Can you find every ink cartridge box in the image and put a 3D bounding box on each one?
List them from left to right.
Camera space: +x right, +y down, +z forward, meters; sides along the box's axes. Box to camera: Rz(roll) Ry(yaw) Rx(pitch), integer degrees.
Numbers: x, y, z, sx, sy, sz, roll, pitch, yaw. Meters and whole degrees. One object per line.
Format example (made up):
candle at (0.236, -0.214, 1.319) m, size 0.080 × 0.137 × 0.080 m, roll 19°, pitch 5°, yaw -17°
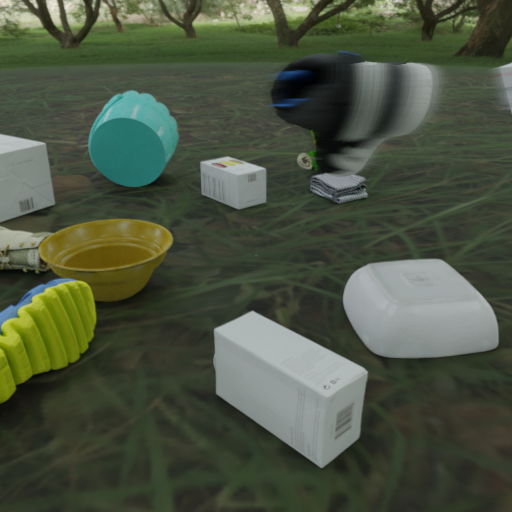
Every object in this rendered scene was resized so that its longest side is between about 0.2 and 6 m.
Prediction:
ink cartridge box at (4.245, -2.602, 8.743) m, size 0.369 × 0.886 × 0.644 m, roll -25°, pitch 17°, yaw -3°

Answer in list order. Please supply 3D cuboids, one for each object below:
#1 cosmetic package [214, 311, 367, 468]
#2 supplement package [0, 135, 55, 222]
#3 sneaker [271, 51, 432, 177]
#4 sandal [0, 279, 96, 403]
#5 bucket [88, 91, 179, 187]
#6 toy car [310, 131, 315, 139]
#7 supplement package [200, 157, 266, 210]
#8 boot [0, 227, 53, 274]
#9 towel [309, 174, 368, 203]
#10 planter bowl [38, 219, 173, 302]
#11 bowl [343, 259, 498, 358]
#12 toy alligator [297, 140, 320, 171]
cosmetic package at (0.319, 1.445, 6.388) m, size 0.710 × 0.988 × 1.750 m, roll -21°, pitch 33°, yaw -39°
supplement package at (-6.071, -1.880, 13.097) m, size 2.025 × 1.526 × 1.537 m, roll 15°, pitch 28°, yaw 31°
sneaker at (0.995, -2.107, 8.258) m, size 1.809 × 1.181 × 3.233 m, roll 9°, pitch -10°, yaw -12°
sandal at (-3.228, 1.111, 6.983) m, size 1.313 × 1.199 × 3.016 m, roll 7°, pitch 23°, yaw 24°
bucket at (-3.261, -3.031, 14.874) m, size 2.305 × 2.305 × 1.500 m, roll 1°, pitch 35°, yaw 2°
toy car at (1.839, -3.650, 14.372) m, size 1.048 × 1.275 × 1.006 m, roll -32°, pitch 40°, yaw 1°
supplement package at (-0.582, -1.819, 13.778) m, size 0.896 × 0.863 × 1.575 m, roll -19°, pitch 30°, yaw -35°
boot at (-4.562, 0.033, 9.841) m, size 1.611 × 0.751 × 2.083 m, roll 7°, pitch 24°, yaw 11°
towel at (2.074, -1.775, 14.112) m, size 1.008 × 0.521 × 1.217 m, roll -14°, pitch 28°, yaw -27°
planter bowl at (-2.436, 0.162, 9.343) m, size 2.135 × 0.889 × 2.135 m, roll 0°, pitch 25°, yaw 0°
bowl at (2.409, 0.663, 8.433) m, size 2.004 × 0.748 × 2.001 m, roll -4°, pitch 24°, yaw -6°
toy alligator at (1.905, -2.788, 15.913) m, size 0.985 × 1.077 × 3.632 m, roll -33°, pitch -3°, yaw 42°
